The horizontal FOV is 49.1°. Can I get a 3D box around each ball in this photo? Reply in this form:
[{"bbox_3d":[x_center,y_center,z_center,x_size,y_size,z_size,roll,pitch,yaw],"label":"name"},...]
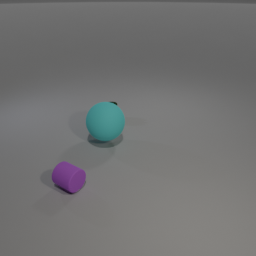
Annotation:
[{"bbox_3d":[-0.807,-0.236,10.032,1.400,1.400,1.400,0,28,0],"label":"ball"}]

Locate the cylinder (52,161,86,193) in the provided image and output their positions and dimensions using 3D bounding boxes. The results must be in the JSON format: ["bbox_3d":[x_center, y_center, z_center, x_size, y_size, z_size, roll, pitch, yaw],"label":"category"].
[{"bbox_3d":[-1.692,1.398,8.032,0.700,0.700,0.700,19,33,30],"label":"cylinder"}]

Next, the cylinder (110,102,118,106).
[{"bbox_3d":[-0.757,-0.684,12.026,0.700,0.700,0.700,-6,28,3],"label":"cylinder"}]
